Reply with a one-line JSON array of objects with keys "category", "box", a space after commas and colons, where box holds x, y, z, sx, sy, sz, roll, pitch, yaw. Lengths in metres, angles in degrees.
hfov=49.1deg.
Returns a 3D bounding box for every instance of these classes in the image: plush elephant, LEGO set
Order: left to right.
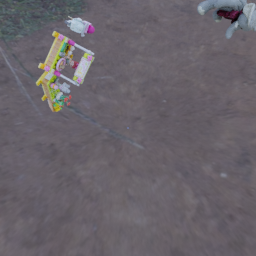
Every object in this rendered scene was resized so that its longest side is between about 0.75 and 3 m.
[{"category": "LEGO set", "box": [-1.157, -0.982, 5.483, 0.812, 2.183, 1.004, 28, 32, 5]}, {"category": "plush elephant", "box": [2.880, -2.977, 7.410, 1.284, 1.559, 1.207, -5, 74, -55]}]
